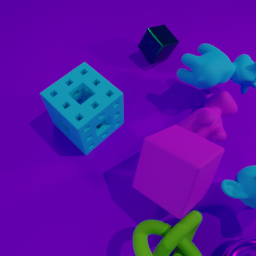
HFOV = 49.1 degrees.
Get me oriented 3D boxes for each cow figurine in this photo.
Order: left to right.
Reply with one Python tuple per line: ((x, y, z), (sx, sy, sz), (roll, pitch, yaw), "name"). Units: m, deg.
((1.820, -0.167, 6.771), (1.703, 1.676, 0.935), (-34, 104, 18), "cow figurine")
((2.236, -1.323, 6.646), (1.666, 0.929, 1.693), (36, 48, 23), "cow figurine")

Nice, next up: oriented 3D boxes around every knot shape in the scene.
((0.924, 2.236, 5.287), (1.569, 0.775, 1.677), (-46, 110, -26), "knot shape")
((2.488, 2.677, 4.679), (0.855, 1.732, 1.851), (14, 51, -24), "knot shape")

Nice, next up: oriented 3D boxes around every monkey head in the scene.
((2.623, 1.300, 5.341), (1.674, 1.009, 1.204), (15, 57, -31), "monkey head")

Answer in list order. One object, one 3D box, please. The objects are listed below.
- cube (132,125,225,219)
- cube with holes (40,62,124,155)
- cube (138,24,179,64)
((0.961, 0.778, 5.435), (1.153, 1.153, 1.153), (29, 30, 30), "cube")
((-1.021, -0.444, 6.698), (1.299, 1.299, 1.299), (41, 68, 20), "cube with holes")
((0.845, -2.356, 7.878), (0.707, 0.707, 0.707), (-26, 74, -35), "cube")
